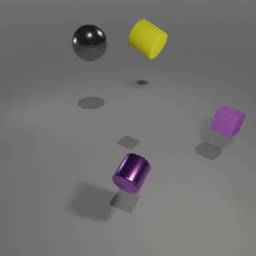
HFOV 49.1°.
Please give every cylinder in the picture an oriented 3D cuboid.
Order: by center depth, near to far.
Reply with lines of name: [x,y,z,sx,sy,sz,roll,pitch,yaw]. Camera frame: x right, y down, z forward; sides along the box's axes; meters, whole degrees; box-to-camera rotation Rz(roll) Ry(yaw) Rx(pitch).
cylinder: [0.088,1.070,6.606,0.700,0.700,0.700,15,53,25]
cylinder: [0.477,-2.165,6.834,0.700,0.700,0.700,38,41,12]

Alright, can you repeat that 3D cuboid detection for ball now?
ball: [-1.517,-3.356,11.085,1.400,1.400,1.400,0,29,0]

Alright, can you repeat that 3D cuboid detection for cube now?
cube: [3.156,-0.210,8.835,0.700,0.700,0.700,30,32,32]
